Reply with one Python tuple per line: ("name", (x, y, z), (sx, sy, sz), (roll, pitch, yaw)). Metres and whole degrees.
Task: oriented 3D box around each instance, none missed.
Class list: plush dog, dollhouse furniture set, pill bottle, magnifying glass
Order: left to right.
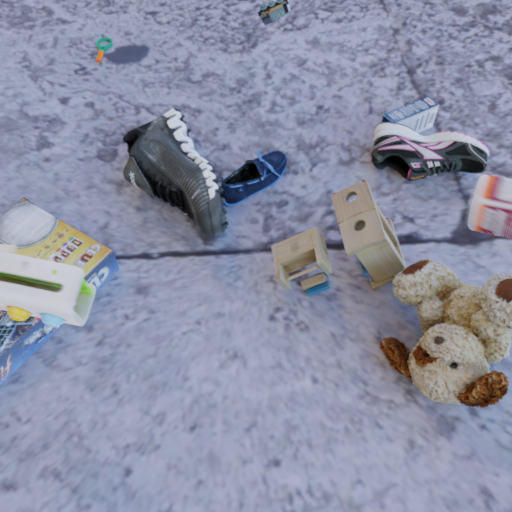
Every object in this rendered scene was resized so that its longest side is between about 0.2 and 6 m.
("magnifying glass", (-4.083, -5.473, 14.875), (0.418, 0.118, 1.049), (1, 51, 1))
("dollhouse furniture set", (1.482, -0.133, 10.263), (1.999, 1.409, 1.401), (-23, 49, 20))
("plush dog", (3.193, 1.387, 8.921), (2.350, 1.886, 2.019), (15, 64, 47))
("pill bottle", (3.094, -0.491, 6.333), (1.220, 0.669, 0.669), (15, 54, 23))

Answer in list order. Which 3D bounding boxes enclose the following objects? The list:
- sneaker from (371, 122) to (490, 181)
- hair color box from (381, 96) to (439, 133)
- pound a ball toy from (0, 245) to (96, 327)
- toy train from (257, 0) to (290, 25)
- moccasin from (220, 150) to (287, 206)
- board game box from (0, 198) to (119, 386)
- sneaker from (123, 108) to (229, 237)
("sneaker", (3.575, -1.990, 11.834), (2.432, 0.977, 1.050), (13, 66, 19))
("hair color box", (3.434, -3.046, 12.655), (1.321, 0.661, 0.400), (-25, 57, -18))
("pound a ball toy", (-3.007, 0.351, 6.830), (1.746, 1.138, 0.742), (11, 68, 2))
("toy train", (0.367, -4.978, 11.395), (0.682, 0.291, 0.389), (-18, 68, 12))
("moccasin", (0.004, -1.700, 11.648), (0.736, 0.624, 1.829), (34, 60, 23))
("board game box", (-4.528, 0.714, 9.806), (2.405, 0.614, 3.551), (28, 57, 20))
("sneaker", (-1.742, -1.546, 11.232), (1.656, 1.216, 3.660), (-20, 52, -11))
